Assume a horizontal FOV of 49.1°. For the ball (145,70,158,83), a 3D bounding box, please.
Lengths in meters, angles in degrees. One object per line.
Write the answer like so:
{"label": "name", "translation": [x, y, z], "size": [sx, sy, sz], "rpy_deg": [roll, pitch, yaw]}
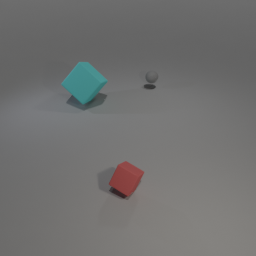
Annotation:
{"label": "ball", "translation": [1.298, -2.786, 15.266], "size": [0.700, 0.700, 0.700], "rpy_deg": [0, 31, 0]}

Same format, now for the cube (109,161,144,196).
{"label": "cube", "translation": [-0.033, 1.504, 8.419], "size": [0.700, 0.700, 0.700], "rpy_deg": [29, 11, 15]}

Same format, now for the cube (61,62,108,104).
{"label": "cube", "translation": [-2.042, -2.173, 13.412], "size": [1.400, 1.400, 1.400], "rpy_deg": [43, 15, -3]}
